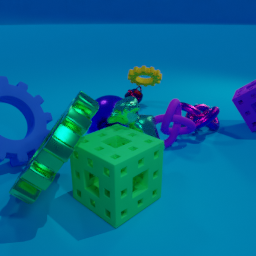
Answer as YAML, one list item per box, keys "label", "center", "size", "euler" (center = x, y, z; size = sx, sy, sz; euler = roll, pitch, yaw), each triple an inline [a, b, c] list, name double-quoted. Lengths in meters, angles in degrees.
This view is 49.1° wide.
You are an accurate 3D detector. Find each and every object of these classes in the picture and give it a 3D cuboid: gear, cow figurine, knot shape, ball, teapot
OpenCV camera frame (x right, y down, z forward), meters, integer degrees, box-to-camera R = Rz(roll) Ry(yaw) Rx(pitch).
- label: "gear"
  center: [0.580, -1.770, 9.695]
  size: [1.154, 0.213, 1.154]
  euler: [5, -16, 1]
- label: "cow figurine"
  center: [0.194, 0.024, 5.495]
  size: [0.703, 1.281, 1.260]
  euler: [-25, -9, 20]
- label: "knot shape"
  center: [1.132, -0.056, 6.933]
  size: [1.171, 1.252, 0.578]
  euler: [17, 24, -34]
- label: "ball"
  center: [-0.434, -0.166, 6.898]
  size: [1.289, 1.289, 1.289]
  euler: [0, 22, 0]
- label: "teapot"
  center: [0.143, -1.107, 9.939]
  size: [0.691, 0.544, 1.111]
  euler: [2, 43, 52]
- label: "gear"
  center: [-2.600, -0.163, 6.126]
  size: [0.364, 1.966, 1.966]
  euler: [-27, 3, 38]
- label: "gear"
  center: [-1.264, 0.303, 4.872]
  size: [0.381, 2.061, 2.061]
  euler: [36, 18, -14]
- label: "knot shape"
  center: [1.966, -0.312, 7.718]
  size: [1.481, 0.684, 1.386]
  euler: [6, 7, -7]

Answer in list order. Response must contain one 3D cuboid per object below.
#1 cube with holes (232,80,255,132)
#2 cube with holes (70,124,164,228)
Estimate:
- label: "cube with holes"
  center: [3.769, -0.748, 7.917]
  size: [1.079, 1.079, 1.079]
  euler: [-31, 6, 34]
- label: "cube with holes"
  center: [-0.194, 0.737, 4.845]
  size: [1.129, 1.129, 1.129]
  euler: [20, 30, 40]
